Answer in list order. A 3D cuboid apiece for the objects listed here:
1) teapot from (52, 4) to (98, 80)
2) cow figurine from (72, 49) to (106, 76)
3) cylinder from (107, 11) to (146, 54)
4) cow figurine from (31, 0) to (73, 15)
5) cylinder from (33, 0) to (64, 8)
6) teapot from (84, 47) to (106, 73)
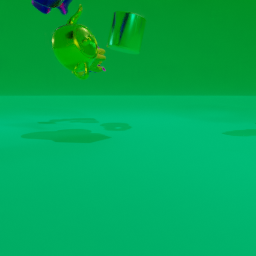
[{"bbox_3d":[-1.015,-1.708,5.674,0.769,1.570,0.976,-16,-12,33],"label":"teapot"},{"bbox_3d":[-1.193,-1.889,7.990,0.974,0.544,0.990,3,-29,-17],"label":"cow figurine"},{"bbox_3d":[-0.037,-2.316,6.870,0.832,0.832,0.832,12,8,-2],"label":"cylinder"},{"bbox_3d":[-1.844,-3.510,7.219,0.765,1.393,1.371,38,-3,3],"label":"cow figurine"},{"bbox_3d":[-1.230,-2.657,4.412,1.024,1.024,1.024,-37,-15,32],"label":"cylinder"},{"bbox_3d":[-1.221,-2.224,8.651,0.986,1.586,0.777,-29,-12,-35],"label":"teapot"}]
